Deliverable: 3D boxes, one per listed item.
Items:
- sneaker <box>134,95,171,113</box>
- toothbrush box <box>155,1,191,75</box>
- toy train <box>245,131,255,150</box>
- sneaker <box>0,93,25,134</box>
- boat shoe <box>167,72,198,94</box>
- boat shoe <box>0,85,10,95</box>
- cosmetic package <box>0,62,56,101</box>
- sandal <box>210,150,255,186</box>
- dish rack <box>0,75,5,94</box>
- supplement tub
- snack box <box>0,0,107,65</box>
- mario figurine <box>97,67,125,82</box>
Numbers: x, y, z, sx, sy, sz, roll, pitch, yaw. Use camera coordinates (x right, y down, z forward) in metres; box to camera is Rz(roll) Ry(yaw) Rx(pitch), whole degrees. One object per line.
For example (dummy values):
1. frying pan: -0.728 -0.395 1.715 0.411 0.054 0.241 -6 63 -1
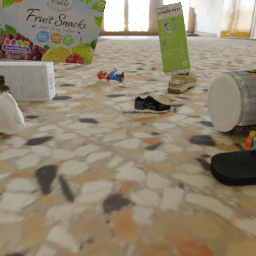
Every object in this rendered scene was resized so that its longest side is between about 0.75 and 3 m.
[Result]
1. sneaker: 0.815 -0.804 9.287 1.223 0.536 0.463 1 22 3
2. toothbrush box: 1.173 -2.189 7.091 0.677 1.573 1.145 -6 6 15
3. toy train: 3.907 0.257 6.579 2.138 0.595 1.606 -6 22 -16
4. sneaker: -3.906 -0.225 7.390 2.946 1.148 1.464 6 28 39
5. boat shoe: 2.501 -2.244 12.273 0.918 0.975 2.561 10 24 24
6. boat shoe: -5.042 -1.165 10.015 1.714 0.634 0.633 -2 34 -1
7. cosmetic package: -4.253 -1.780 10.610 2.742 1.394 1.015 2 21 0
8. sandal: 2.977 0.586 5.511 2.688 0.643 1.010 -7 33 -11
9. dish rack: -4.622 -1.112 8.755 1.412 1.840 0.502 -20 69 -38
10. supplement tub: 3.758 -0.781 7.708 2.739 1.678 1.678 -6 23 -14
11. snack box: -2.038 -2.757 7.420 2.707 1.925 0.717 -7 38 -40
12. mario figurine: -0.866 -2.551 13.443 1.316 0.697 0.812 6 22 10
